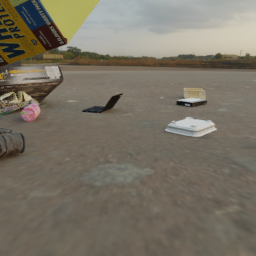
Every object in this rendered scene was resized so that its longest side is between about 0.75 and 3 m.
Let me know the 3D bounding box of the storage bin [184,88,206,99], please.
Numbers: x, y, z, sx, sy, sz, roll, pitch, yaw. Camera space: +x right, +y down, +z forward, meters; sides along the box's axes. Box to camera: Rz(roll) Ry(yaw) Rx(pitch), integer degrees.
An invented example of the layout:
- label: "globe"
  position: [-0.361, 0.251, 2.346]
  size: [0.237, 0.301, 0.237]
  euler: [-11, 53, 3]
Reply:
- label: "storage bin"
  position: [3.344, -1.735, 14.128]
  size: [1.014, 0.479, 1.022]
  euler: [1, 13, 7]

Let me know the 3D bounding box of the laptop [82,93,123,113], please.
- label: "laptop"
  position: [-0.968, -0.992, 10.761]
  size: [1.271, 0.656, 1.126]
  euler: [5, 14, 20]

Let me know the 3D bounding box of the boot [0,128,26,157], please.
- label: "boot"
  position: [-3.330, 0.277, 5.749]
  size: [2.246, 0.784, 1.478]
  euler: [19, 18, 25]

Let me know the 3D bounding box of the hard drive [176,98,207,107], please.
- label: "hard drive"
  position: [2.791, -1.131, 12.224]
  size: [1.193, 0.226, 0.833]
  euler: [-12, 18, -42]

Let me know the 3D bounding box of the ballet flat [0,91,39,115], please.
- label: "ballet flat"
  position: [-4.223, -1.026, 10.717]
  size: [0.788, 0.788, 2.190]
  euler: [6, 15, 24]

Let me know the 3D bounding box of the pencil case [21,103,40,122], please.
- label: "pencil case"
  position: [-3.223, -0.521, 9.303]
  size: [0.489, 0.489, 1.118]
  euler: [-2, 13, -10]

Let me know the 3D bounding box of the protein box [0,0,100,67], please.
- label: "protein box"
  position: [-2.312, -2.979, 6.669]
  size: [2.393, 1.614, 2.375]
  euler: [-7, 43, 30]

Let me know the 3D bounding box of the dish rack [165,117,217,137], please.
- label: "dish rack"
  position: [1.772, -0.066, 7.836]
  size: [1.087, 0.276, 1.267]
  euler: [12, 17, 41]

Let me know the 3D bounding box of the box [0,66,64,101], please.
- label: "box"
  position: [-4.497, -1.689, 11.435]
  size: [2.992, 0.723, 2.370]
  euler: [-13, -8, -42]

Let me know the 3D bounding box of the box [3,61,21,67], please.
- label: "box"
  position: [-5.932, -2.452, 13.360]
  size: [1.376, 2.220, 2.182]
  euler: [-8, 16, -29]
